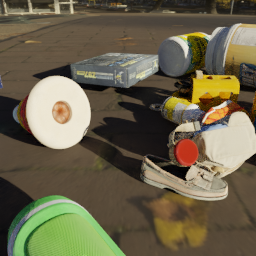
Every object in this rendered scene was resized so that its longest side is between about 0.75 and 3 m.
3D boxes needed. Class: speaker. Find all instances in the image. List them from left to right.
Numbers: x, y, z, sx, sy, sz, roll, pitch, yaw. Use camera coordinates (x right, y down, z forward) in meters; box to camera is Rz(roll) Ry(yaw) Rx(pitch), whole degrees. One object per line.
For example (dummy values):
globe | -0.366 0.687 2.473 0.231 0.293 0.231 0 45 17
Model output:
speaker | -0.358 1.648 2.664 1.065 1.065 2.409 -18 32 -32

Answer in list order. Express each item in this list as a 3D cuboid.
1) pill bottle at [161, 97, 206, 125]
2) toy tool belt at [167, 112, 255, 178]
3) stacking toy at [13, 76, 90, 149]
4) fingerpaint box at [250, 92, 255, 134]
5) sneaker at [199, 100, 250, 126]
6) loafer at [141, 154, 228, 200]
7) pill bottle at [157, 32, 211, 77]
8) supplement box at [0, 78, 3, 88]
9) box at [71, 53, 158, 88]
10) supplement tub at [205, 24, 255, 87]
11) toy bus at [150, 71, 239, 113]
pill bottle | 1.441 -0.369 7.186 0.627 0.627 1.119 -20 33 -35
toy tool belt | 1.422 0.380 5.384 1.937 1.209 1.190 -11 -5 -24
stacking toy | -2.102 -0.309 6.702 2.165 1.582 1.582 -2 18 43
fingerpaint box | 4.417 0.017 5.968 2.776 1.018 2.316 2 26 4
sneaker | 2.244 -0.099 6.582 2.060 0.752 0.795 -29 55 -37
loafer | 0.960 0.839 4.896 1.549 0.487 0.557 10 28 19
pill bottle | 2.659 -3.155 11.777 2.765 1.559 1.559 -23 34 -39
supplement box | -5.169 -1.760 9.954 1.238 0.674 0.678 16 30 29
box | -0.378 -2.181 10.184 2.182 0.706 2.767 9 26 25
supplement tub | 4.397 -2.497 9.758 2.863 2.071 2.071 19 32 35
toy bus | 2.040 -1.035 7.992 2.158 1.115 2.037 -20 32 -35
